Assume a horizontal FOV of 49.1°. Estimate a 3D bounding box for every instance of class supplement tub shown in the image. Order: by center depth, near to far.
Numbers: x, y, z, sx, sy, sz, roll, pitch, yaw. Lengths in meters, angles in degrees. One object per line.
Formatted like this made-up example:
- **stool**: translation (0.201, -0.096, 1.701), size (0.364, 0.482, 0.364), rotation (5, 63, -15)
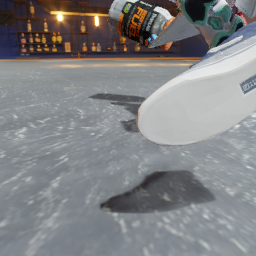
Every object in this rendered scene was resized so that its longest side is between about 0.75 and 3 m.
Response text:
- **supplement tub**: translation (0.595, -4.046, 10.895), size (2.489, 1.525, 1.525), rotation (26, 24, 14)

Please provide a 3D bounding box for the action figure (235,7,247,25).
- **action figure**: translation (3.090, -2.675, 8.878), size (0.618, 2.389, 0.782), rotation (-2, 38, -27)

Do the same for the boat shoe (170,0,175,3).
- **boat shoe**: translation (1.604, -4.273, 8.534), size (2.216, 0.687, 0.798), rotation (23, 64, 14)

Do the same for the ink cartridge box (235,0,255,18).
- **ink cartridge box**: translation (2.820, -3.087, 5.684), size (0.950, 1.314, 0.553), rotation (-35, 67, -4)

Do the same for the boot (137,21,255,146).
- **boot**: translation (1.129, -0.597, 3.431), size (2.278, 0.829, 1.029), rotation (-24, 25, 6)

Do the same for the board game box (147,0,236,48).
- **board game box**: translation (1.983, -3.346, 8.653), size (2.305, 0.298, 2.305), rotation (-22, -2, -24)

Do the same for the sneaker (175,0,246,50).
- **sneaker**: translation (1.920, -2.810, 6.785), size (2.508, 0.975, 1.754), rotation (36, 28, -39)
